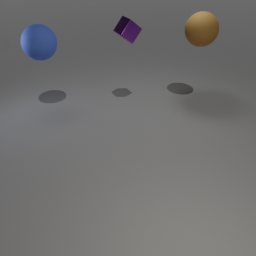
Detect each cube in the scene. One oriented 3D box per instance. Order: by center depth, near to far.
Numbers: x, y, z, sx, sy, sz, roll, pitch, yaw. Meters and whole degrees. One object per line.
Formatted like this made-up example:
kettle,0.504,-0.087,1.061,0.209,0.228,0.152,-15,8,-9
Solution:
cube,-0.019,-3.915,11.172,0.700,0.700,0.700,25,15,-41

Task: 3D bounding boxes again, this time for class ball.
ball,-3.539,-3.414,11.181,1.400,1.400,1.400,0,32,0
ball,3.086,-4.126,11.719,1.400,1.400,1.400,0,32,0
